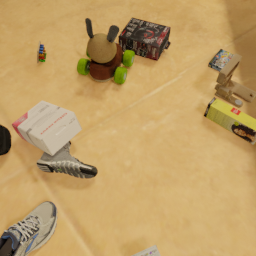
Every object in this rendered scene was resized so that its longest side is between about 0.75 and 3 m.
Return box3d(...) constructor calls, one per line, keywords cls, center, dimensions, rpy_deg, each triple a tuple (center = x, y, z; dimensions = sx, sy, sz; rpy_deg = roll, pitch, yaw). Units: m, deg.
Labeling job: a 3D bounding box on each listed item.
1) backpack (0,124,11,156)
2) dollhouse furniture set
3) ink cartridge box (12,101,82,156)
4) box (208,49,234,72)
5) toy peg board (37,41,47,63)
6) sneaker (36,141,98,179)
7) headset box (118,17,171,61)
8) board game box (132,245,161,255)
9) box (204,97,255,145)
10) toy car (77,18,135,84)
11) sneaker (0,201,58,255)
box3d(cls="backpack", center=(-5.809, 0.479, 10.051), dimensions=(2.528, 2.109, 1.600), rpy_deg=(-9, 59, 0))
box3d(cls="dollhouse furniture set", center=(4.699, -1.864, 11.787), dimensions=(1.477, 1.813, 1.724), rpy_deg=(34, 63, 22))
box3d(cls="ink cartridge box", center=(-3.076, -0.052, 10.595), dimensions=(2.186, 0.905, 1.601), rpy_deg=(20, 53, 40))
box3d(cls="box", center=(4.647, -3.299, 13.768), dimensions=(0.896, 0.247, 1.312), rpy_deg=(31, 60, 20))
box3d(cls="toy peg board", center=(-4.228, -3.707, 13.783), dimensions=(0.390, 0.794, 0.797), rpy_deg=(6, 53, -15))
box3d(cls="sneaker", center=(-2.109, 1.031, 10.308), dimensions=(2.276, 0.854, 1.314), rpy_deg=(8, 53, 7))
box3d(cls="headset box", center=(0.958, -4.512, 14.230), dimensions=(2.416, 0.906, 1.796), rpy_deg=(19, 56, 13))
box3d(cls="board game box", center=(0.739, 4.355, 7.879), dimensions=(0.871, 0.856, 1.662), rpy_deg=(-19, 56, -13))
box3d(cls="box", center=(4.237, -0.310, 11.255), dimensions=(2.291, 0.862, 0.574), rpy_deg=(34, 61, 23))
box3d(cls="toy car", center=(-1.051, -3.605, 12.364), dimensions=(2.273, 2.768, 2.184), rpy_deg=(15, 61, 10))
box3d(cls="sneaker", center=(-3.169, 3.314, 8.452), dimensions=(1.045, 1.155, 2.712), rpy_deg=(27, 58, 18))
